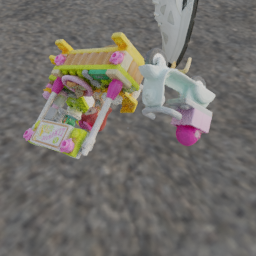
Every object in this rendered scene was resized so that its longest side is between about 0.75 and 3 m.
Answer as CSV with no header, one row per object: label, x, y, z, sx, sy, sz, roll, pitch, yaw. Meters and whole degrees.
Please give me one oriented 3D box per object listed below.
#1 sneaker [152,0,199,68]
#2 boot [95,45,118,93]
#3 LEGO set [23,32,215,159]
sneaker,0.611,-2.759,5.752,1.672,2.906,1.097,10,27,5
boot,-0.503,-1.234,6.603,0.576,1.171,1.636,36,49,28
LEGO set,-0.528,-0.121,3.239,1.339,2.911,1.083,30,74,-24
